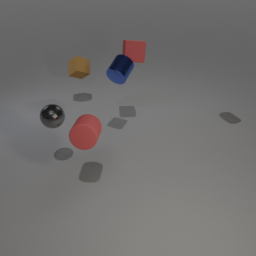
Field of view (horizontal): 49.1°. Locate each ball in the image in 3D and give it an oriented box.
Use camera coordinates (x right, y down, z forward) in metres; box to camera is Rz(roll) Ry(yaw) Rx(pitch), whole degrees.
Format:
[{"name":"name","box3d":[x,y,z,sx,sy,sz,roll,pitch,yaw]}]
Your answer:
[{"name":"ball","box3d":[-2.157,-0.334,7.994,0.700,0.700,0.700,0,32,0]}]

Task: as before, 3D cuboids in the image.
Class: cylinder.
[{"name":"cylinder","box3d":[-0.251,-1.902,9.115,0.700,0.700,0.700,16,63,24]},{"name":"cylinder","box3d":[-1.054,0.090,7.026,0.700,0.700,0.700,2,24,3]}]

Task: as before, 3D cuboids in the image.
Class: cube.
[{"name":"cube","box3d":[-2.146,-2.635,12.260,0.700,0.700,0.700,5,-15,-40]},{"name":"cube","box3d":[0.195,-2.657,9.675,0.700,0.700,0.700,1,18,-9]}]
